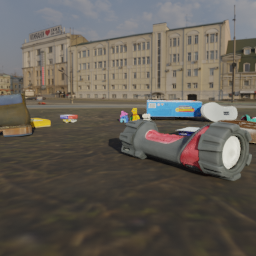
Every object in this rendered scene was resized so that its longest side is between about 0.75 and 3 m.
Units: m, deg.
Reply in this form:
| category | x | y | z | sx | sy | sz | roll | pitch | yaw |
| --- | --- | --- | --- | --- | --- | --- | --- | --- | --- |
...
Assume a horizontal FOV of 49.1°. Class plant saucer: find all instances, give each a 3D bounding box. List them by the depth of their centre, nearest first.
| category | x | y | z | sx | sy | sz | roll | pitch | yaw |
| --- | --- | --- | --- | --- | --- | --- | --- | --- | --- |
| plant saucer | 3.505 | 0.059 | 8.144 | 2.263 | 0.363 | 2.263 | 4 | 11 | -1 |

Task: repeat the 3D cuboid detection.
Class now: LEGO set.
| category | x | y | z | sx | sy | sz | roll | pitch | yaw |
| --- | --- | --- | --- | --- | --- | --- | --- | --- | --- |
| LEGO set | 0.245 | -0.639 | 13.842 | 1.725 | 0.708 | 0.658 | 3 | 7 | 24 |

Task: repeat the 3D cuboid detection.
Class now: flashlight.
| category | x | y | z | sx | sy | sz | roll | pitch | yaw |
| --- | --- | --- | --- | --- | --- | --- | --- | --- | --- |
| flashlight | 0.830 | 0.219 | 4.953 | 0.851 | 0.854 | 2.513 | -17 | 17 | -31 |

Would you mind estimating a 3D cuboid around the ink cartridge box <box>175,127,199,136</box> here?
| category | x | y | z | sx | sy | sz | roll | pitch | yaw |
| --- | --- | --- | --- | --- | --- | --- | --- | --- | --- |
| ink cartridge box | 2.166 | 0.144 | 8.876 | 1.016 | 0.207 | 1.018 | 5 | 8 | 38 |

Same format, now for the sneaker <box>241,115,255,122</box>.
| category | x | y | z | sx | sy | sz | roll | pitch | yaw |
| --- | --- | --- | --- | --- | --- | --- | --- | --- | --- |
| sneaker | 5.138 | -0.295 | 11.822 | 0.729 | 0.505 | 1.207 | 12 | 11 | 17 |

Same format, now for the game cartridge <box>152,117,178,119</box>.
| category | x | y | z | sx | sy | sz | roll | pitch | yaw |
| --- | --- | --- | --- | --- | --- | --- | --- | --- | --- |
| game cartridge | 2.138 | -0.654 | 16.135 | 1.392 | 0.282 | 0.928 | 3 | 4 | 24 |

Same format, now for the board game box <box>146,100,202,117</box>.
| category | x | y | z | sx | sy | sz | roll | pitch | yaw |
| --- | --- | --- | --- | --- | --- | --- | --- | --- | --- |
| board game box | 2.461 | -1.136 | 15.772 | 2.869 | 0.802 | 2.809 | 1 | 7 | 4 |

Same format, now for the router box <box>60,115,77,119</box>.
| category | x | y | z | sx | sy | sz | roll | pitch | yaw |
| --- | --- | --- | --- | --- | --- | --- | --- | --- | --- |
| router box | -3.492 | -0.669 | 16.549 | 0.765 | 0.187 | 0.687 | 5 | 8 | 39 |

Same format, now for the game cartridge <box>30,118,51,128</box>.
| category | x | y | z | sx | sy | sz | roll | pitch | yaw |
| --- | --- | --- | --- | --- | --- | --- | --- | --- | --- |
| game cartridge | -4.421 | -0.200 | 11.696 | 1.855 | 0.301 | 1.635 | -3 | 7 | -38 |

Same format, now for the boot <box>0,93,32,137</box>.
| category | x | y | z | sx | sy | sz | roll | pitch | yaw |
| --- | --- | --- | --- | --- | --- | --- | --- | --- | --- |
| boot | -4.453 | -0.410 | 8.716 | 2.760 | 1.338 | 1.031 | -2 | 6 | -15 |

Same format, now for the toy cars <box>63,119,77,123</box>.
| category | x | y | z | sx | sy | sz | roll | pitch | yaw |
| --- | --- | --- | --- | --- | --- | --- | --- | --- | --- |
| toy cars | -2.816 | -0.330 | 13.550 | 0.358 | 0.177 | 0.798 | 8 | 6 | 31 |

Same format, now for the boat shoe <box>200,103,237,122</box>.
| category | x | y | z | sx | sy | sz | roll | pitch | yaw |
| --- | --- | --- | --- | --- | --- | --- | --- | --- | --- |
| boat shoe | 4.538 | -0.811 | 14.506 | 2.684 | 0.966 | 0.882 | -4 | 1 | -36 |
